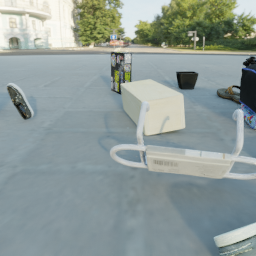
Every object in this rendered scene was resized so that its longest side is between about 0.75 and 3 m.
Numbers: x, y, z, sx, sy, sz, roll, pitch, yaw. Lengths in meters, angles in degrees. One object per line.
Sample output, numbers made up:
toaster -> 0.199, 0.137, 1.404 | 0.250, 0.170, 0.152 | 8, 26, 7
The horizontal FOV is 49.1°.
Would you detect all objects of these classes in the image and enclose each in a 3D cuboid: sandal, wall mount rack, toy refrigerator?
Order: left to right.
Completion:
toy refrigerator -> 0.627, -0.714, 8.551 | 1.130, 1.042, 2.977 | -11, 19, -10
wall mount rack -> 1.017, 0.391, 4.926 | 2.476, 2.151, 0.923 | 6, 63, 11
sandal -> 4.407, -1.440, 11.473 | 0.881, 0.588, 2.155 | -2, 18, -6

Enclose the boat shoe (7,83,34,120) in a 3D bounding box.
boat shoe -> -3.221, -0.777, 8.283 | 0.403, 1.174, 0.332 | -23, 18, 22

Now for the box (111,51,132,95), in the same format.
box -> -0.331, -2.521, 12.810 | 0.410, 1.850, 1.482 | -7, 20, -25

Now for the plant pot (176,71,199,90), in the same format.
plant pot -> 2.936, -2.382, 14.065 | 0.927, 0.822, 0.925 | 0, 17, -3

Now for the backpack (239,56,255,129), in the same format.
backpack -> 4.851, -1.006, 7.926 | 2.820, 1.897, 2.575 | 1, 18, 6

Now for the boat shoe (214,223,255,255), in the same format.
boat shoe -> 1.778, 1.316, 3.212 | 1.771, 0.645, 0.547 | -2, 60, -27
